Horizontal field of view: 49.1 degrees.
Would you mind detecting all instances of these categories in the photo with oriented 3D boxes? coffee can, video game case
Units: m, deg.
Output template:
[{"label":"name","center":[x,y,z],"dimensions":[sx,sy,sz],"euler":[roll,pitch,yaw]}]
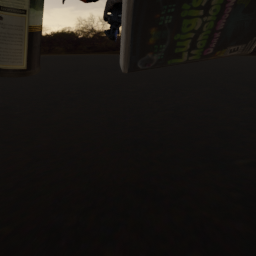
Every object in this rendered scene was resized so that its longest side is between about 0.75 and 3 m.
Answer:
[{"label":"coffee can","center":[-3.154,-2.907,7.023],"dimensions":[2.028,2.771,2.028],"euler":[11,25,-5]},{"label":"video game case","center":[1.121,-1.793,3.798],"dimensions":[2.425,0.311,2.667],"euler":[-10,-24,-8]}]

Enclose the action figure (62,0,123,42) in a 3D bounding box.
[{"label":"action figure","center":[-0.461,-3.036,6.402],"dimensions":[1.977,1.069,2.044],"euler":[7,57,-14]}]
